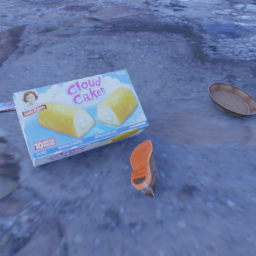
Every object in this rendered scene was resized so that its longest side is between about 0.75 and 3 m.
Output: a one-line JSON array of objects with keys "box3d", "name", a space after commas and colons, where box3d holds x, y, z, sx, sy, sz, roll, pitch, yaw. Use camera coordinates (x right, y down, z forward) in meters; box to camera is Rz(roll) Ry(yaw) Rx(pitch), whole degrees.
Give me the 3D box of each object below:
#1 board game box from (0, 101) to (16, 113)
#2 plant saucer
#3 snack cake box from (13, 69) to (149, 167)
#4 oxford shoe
[{"box3d": [-3.605, -0.619, 8.253, 0.863, 0.084, 0.444, -12, 39, -15], "name": "board game box"}, {"box3d": [2.985, -0.780, 8.076, 1.523, 0.279, 1.523, 11, 41, -9], "name": "plant saucer"}, {"box3d": [-1.067, -0.277, 6.493, 2.663, 0.895, 1.532, -17, 79, -22], "name": "snack cake box"}, {"box3d": [0.374, 0.820, 5.843, 0.511, 0.522, 1.433, -25, 30, 25], "name": "oxford shoe"}]
